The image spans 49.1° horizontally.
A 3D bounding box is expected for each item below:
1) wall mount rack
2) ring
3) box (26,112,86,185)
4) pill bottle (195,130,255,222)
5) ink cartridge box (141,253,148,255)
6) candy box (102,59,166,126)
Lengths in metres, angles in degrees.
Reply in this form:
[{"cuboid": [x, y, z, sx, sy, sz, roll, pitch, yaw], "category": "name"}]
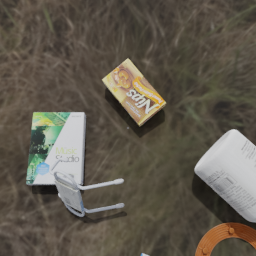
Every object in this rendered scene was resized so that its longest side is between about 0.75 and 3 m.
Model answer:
[{"cuboid": [-1.008, 1.515, 6.817, 1.717, 1.976, 0.737, 21, 51, 19], "category": "wall mount rack"}, {"cuboid": [2.747, 3.497, 7.105, 2.090, 0.201, 2.090, 0, 78, 0], "category": "ring"}, {"cuboid": [-1.917, 0.544, 7.631, 1.445, 0.364, 2.002, 0, 72, 0], "category": "box"}, {"cuboid": [3.091, 1.418, 6.897, 2.627, 1.502, 1.502, 43, 81, 9], "category": "pill bottle"}, {"cuboid": [0.496, 4.133, 6.753, 1.025, 0.590, 1.770, 21, 78, 5], "category": "ink cartridge box"}, {"cuboid": [0.168, -0.979, 7.810, 0.952, 0.456, 1.649, -39, 85, 0], "category": "candy box"}]
